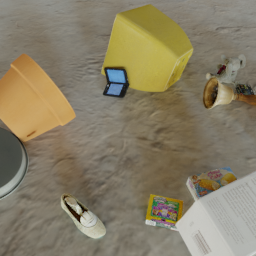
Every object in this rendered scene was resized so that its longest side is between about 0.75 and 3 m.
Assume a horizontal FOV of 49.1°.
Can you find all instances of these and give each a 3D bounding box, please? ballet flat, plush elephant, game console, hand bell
[{"bbox_3d":[-1.321,2.423,7.826,1.694,0.528,0.571,30,52,27],"label":"ballet flat"},{"bbox_3d":[4.460,-2.674,12.459,1.346,1.265,1.634,-33,53,-29],"label":"plush elephant"},{"bbox_3d":[-0.585,-1.857,11.537,1.149,0.669,1.011,12,73,35],"label":"game console"},{"bbox_3d":[4.473,-1.269,11.378,2.489,1.296,1.296,6,44,-11],"label":"hand bell"}]

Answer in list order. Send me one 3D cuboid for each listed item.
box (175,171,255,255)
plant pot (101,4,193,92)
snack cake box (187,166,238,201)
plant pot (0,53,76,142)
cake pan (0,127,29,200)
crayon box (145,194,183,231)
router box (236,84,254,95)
[{"bbox_3d":[2.838,2.166,6.847,2.688,2.046,1.429,-19,60,-20],"label":"box"},{"bbox_3d":[1.019,-3.127,11.798,2.818,2.755,2.737,34,43,15],"label":"plant pot"},{"bbox_3d":[2.617,1.750,8.543,1.410,0.474,0.811,-12,47,-12],"label":"snack cake box"},{"bbox_3d":[-3.496,-0.852,9.827,1.975,2.821,2.821,-42,56,-13],"label":"plant pot"},{"bbox_3d":[-4.468,0.973,8.599,2.691,0.493,2.691,11,56,-16],"label":"cake pan"},{"bbox_3d":[1.044,2.406,8.016,0.977,0.285,0.843,10,44,10],"label":"crayon box"},{"bbox_3d":[5.038,-1.579,12.087,0.570,0.236,0.761,1,45,1],"label":"router box"}]
